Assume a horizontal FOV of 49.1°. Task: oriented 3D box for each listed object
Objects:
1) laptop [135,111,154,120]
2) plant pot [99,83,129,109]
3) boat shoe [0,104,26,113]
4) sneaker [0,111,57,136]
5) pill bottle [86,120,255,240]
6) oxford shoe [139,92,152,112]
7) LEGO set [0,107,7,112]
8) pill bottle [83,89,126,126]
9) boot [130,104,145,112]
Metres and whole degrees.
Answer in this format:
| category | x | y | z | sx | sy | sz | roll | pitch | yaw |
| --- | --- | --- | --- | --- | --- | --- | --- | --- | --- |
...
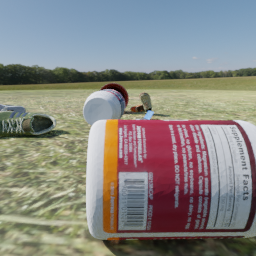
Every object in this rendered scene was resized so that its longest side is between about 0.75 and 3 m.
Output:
| category | x | y | z | sx | sy | sz | roll | pitch | yaw |
| --- | --- | --- | --- | --- | --- | --- | --- | --- | --- |
| laptop | 0.787 | -0.588 | 13.570 | 0.763 | 0.442 | 0.714 | -3 | 10 | -18 |
| plant pot | -0.905 | -1.668 | 16.512 | 1.777 | 1.777 | 1.728 | -1 | 2 | -5 |
| boat shoe | -6.597 | -0.944 | 15.172 | 1.981 | 0.680 | 0.561 | 3 | 3 | -22 |
| sneaker | -3.756 | -0.172 | 9.904 | 2.592 | 0.869 | 1.163 | -4 | 6 | -38 |
| pill bottle | 0.857 | 0.642 | 3.644 | 2.667 | 1.507 | 1.507 | 1 | 10 | -3 |
| oxford shoe | 1.046 | -1.358 | 15.325 | 0.559 | 0.583 | 1.579 | -20 | -35 | 12 |
| LEGO set | -7.522 | -0.744 | 13.908 | 2.138 | 0.703 | 2.863 | 11 | 14 | 33 |
| pill bottle | -0.982 | -0.810 | 11.700 | 1.538 | 1.538 | 2.572 | 1 | 11 | 5 |
| boot | 0.632 | -1.240 | 17.328 | 0.635 | 0.444 | 1.185 | 1 | 10 | 36 |
